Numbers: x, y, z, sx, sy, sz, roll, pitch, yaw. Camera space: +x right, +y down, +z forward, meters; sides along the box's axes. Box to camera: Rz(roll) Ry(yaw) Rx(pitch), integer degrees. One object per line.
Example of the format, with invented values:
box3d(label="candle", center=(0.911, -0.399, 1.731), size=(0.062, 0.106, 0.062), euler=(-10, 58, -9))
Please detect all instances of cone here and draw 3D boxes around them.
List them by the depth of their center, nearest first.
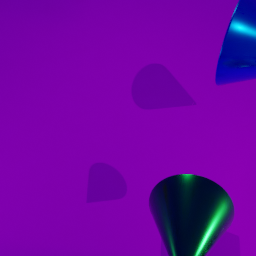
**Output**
box3d(label="cone", center=(0.629, 1.219, 3.026), size=(1.034, 1.034, 1.038), euler=(18, 30, 8))
box3d(label="cone", center=(2.565, -1.283, 4.671), size=(1.658, 1.652, 1.652), euler=(21, 66, 23))
